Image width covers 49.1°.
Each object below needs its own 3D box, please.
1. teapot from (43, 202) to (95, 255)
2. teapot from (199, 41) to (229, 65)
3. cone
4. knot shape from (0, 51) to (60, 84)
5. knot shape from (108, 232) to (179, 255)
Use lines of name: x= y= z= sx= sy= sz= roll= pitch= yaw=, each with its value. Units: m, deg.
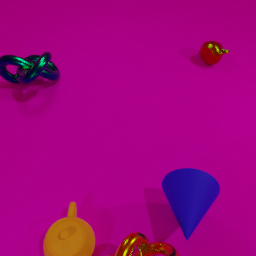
teapot: x=-1.265 y=2.422 z=5.875 sx=1.100 sy=0.867 sz=1.770 roll=1 pitch=51 yaw=1
teapot: x=2.884 y=-2.621 z=9.611 sx=0.654 sy=0.831 sz=1.336 roll=-31 pitch=29 yaw=-22
cone: x=1.274 y=1.758 z=5.879 sx=1.297 sy=1.297 sz=1.302 roll=10 pitch=41 yaw=8
knot shape: x=-2.926 y=-1.837 z=8.598 sx=1.930 sy=0.892 sz=1.806 roll=-13 pitch=15 yaw=-31
knot shape: x=0.262 y=2.567 z=5.366 sx=1.491 sy=1.594 sz=0.736 roll=-10 pitch=48 yaw=-20
